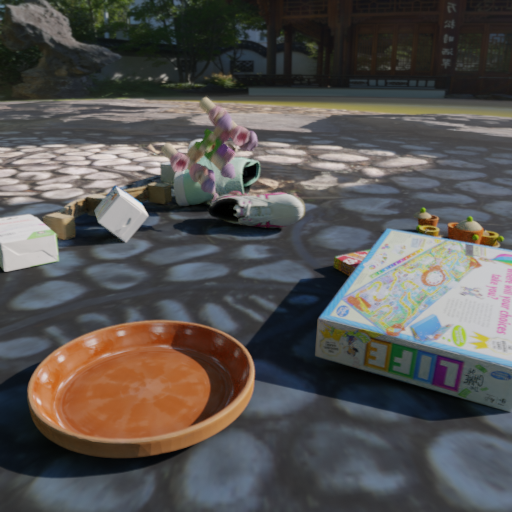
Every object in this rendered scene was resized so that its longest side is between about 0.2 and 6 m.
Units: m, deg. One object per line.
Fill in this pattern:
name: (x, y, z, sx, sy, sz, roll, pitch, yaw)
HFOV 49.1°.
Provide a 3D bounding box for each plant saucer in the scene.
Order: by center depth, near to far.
plant saucer: (-1.192, 1.378, 6.037, 2.347, 0.379, 2.347, 0, 21, 0)

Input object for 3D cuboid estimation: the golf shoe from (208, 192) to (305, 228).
golf shoe: (-0.001, -0.913, 11.776, 2.090, 0.759, 0.963, 3, 18, 29)

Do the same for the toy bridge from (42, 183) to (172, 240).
toy bridge: (-3.391, -1.120, 12.729, 1.176, 0.476, 3.500, 10, 23, 29)

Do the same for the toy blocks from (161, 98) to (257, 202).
toy blocks: (-0.730, -2.126, 12.032, 1.500, 1.665, 1.782, 48, 11, 35)

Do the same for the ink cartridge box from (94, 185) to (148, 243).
ink cartridge box: (-2.727, -0.860, 11.270, 0.711, 0.724, 0.983, 38, 2, -27)

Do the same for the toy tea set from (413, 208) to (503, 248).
toy tea set: (3.815, -0.597, 10.982, 1.104, 0.687, 1.856, -17, 26, -38)

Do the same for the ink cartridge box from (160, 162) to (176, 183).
ink cartridge box: (-2.041, -2.505, 16.426, 0.950, 0.547, 1.302, 11, 23, 28)

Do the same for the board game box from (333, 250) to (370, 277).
board game box: (2.136, 0.327, 9.117, 0.868, 0.272, 1.817, -11, 26, -26)

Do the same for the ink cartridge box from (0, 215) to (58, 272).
ink cartridge box: (-4.362, -0.279, 10.300, 0.963, 0.553, 1.644, -13, 24, -32)

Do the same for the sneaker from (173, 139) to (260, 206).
sneaker: (-0.837, -2.196, 14.532, 1.981, 1.236, 3.358, -3, 29, 6)

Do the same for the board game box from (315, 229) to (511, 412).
board game box: (2.391, 0.591, 7.485, 2.210, 0.563, 3.288, 12, 26, 23)
